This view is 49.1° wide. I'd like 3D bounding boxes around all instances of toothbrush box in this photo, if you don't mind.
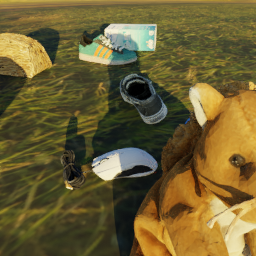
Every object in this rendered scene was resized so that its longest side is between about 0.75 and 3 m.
[{"bbox_3d":[0.195,-4.847,14.890,2.566,1.094,1.878,3,29,7],"label":"toothbrush box"}]

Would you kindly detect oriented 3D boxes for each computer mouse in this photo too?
[{"bbox_3d":[-0.346,0.674,5.563,1.915,0.420,1.050,-7,29,-13],"label":"computer mouse"}]

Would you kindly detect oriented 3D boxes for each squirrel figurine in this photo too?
[{"bbox_3d":[1.054,0.458,3.274,1.949,2.570,2.754,5,42,4],"label":"squirrel figurine"}]

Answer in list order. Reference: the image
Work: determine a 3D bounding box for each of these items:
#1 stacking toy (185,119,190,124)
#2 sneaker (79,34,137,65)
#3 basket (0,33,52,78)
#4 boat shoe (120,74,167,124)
[{"bbox_3d":[1.806,0.382,5.975,1.390,0.807,0.763,20,36,7],"label":"stacking toy"},{"bbox_3d":[-0.962,-3.524,12.432,2.839,1.134,1.013,11,31,19],"label":"sneaker"},{"bbox_3d":[-4.378,-3.012,11.107,2.137,1.525,1.592,8,31,14],"label":"basket"},{"bbox_3d":[0.307,-1.123,8.080,0.947,0.853,2.678,-34,34,-1],"label":"boat shoe"}]
